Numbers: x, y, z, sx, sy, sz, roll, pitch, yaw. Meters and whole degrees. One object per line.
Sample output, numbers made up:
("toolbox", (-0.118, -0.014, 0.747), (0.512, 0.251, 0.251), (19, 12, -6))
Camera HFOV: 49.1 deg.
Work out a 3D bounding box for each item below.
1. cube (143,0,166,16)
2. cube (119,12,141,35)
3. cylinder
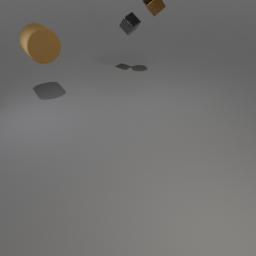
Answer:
("cube", (1.231, -5.885, 13.266), (0.700, 0.700, 0.700), (-37, 41, 14))
("cube", (0.104, -5.415, 14.551), (0.700, 0.700, 0.700), (46, 61, -3))
("cylinder", (-3.701, -3.564, 11.735), (1.400, 1.400, 1.400), (-18, 34, -25))
